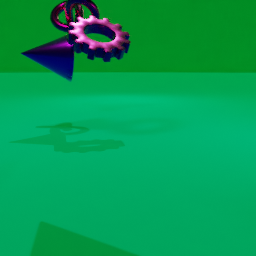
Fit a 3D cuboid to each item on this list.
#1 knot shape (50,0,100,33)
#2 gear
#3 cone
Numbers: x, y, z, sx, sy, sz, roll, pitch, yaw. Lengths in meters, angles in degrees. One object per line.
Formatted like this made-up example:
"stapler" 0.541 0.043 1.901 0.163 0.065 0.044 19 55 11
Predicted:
"knot shape" -1.621 -3.158 8.543 1.633 1.528 0.754 10 19 34
"gear" -0.678 -2.122 6.596 1.460 0.270 1.460 9 48 -10
"cone" -2.003 -1.789 6.922 1.215 1.211 1.211 1 11 -17
